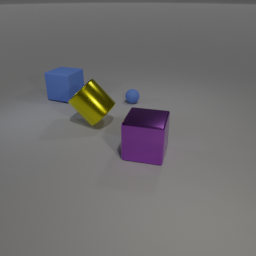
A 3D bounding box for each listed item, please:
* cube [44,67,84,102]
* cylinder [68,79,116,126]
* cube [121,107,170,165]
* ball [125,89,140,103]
[{"bbox_3d":[-3.186,-2.237,14.265,1.400,1.400,1.400,10,28,21],"label":"cube"},{"bbox_3d":[-1.471,-1.048,11.480,1.400,1.400,1.400,-42,12,10],"label":"cylinder"},{"bbox_3d":[0.617,0.244,9.578,1.400,1.400,1.400,7,28,13],"label":"cube"},{"bbox_3d":[0.220,-1.573,13.836,0.700,0.700,0.700,0,27,0],"label":"ball"}]
